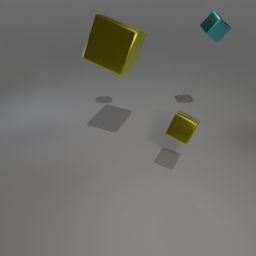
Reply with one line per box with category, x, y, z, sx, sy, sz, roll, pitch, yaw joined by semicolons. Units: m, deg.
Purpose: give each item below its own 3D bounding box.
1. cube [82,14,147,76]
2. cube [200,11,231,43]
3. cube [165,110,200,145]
cube;-0.389;-2.653;8.973;1.400;1.400;1.400;26;23;7
cube;3.264;-3.777;10.463;0.700;0.700;0.700;23;37;-31
cube;1.615;-0.024;8.223;0.700;0.700;0.700;29;19;12
